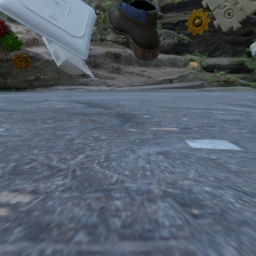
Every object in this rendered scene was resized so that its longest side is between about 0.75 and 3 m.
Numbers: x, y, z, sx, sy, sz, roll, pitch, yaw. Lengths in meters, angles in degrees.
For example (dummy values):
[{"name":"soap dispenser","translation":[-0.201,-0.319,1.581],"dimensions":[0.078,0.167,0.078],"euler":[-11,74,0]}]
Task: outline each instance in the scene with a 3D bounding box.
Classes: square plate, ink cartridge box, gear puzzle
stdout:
[{"name":"square plate","translation":[-2.133,-3.514,8.219],"dimensions":[2.659,2.633,0.378],"euler":[26,-46,-25]},{"name":"ink cartridge box","translation":[-1.983,-2.337,9.508],"dimensions":[0.436,1.400,1.740],"euler":[-37,-24,11]},{"name":"gear puzzle","translation":[2.671,-3.210,7.009],"dimensions":[2.720,1.409,0.356],"euler":[-32,-10,33]},{"name":"gear puzzle","translation":[-3.949,-2.586,8.479],"dimensions":[1.242,2.398,0.314],"euler":[-28,43,13]}]

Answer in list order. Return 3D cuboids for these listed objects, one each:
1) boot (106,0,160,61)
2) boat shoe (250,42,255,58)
[{"name":"boot","translation":[0.156,-3.437,8.423],"dimensions":[1.091,1.415,2.919],"euler":[-21,55,-19]},{"name":"boat shoe","translation":[3.890,-2.238,7.148],"dimensions":[1.477,0.532,0.458],"euler":[-16,44,13]}]
